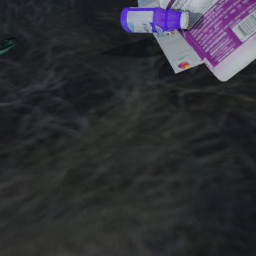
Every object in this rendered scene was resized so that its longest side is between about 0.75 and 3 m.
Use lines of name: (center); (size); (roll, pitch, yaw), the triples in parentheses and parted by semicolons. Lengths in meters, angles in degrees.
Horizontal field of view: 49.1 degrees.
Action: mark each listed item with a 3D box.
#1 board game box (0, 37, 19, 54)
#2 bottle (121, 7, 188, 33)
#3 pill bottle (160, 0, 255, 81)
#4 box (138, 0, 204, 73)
board game box: (-3.556, -1.841, 7.057); (1.146, 0.238, 1.694); (-27, 21, 12)
bottle: (0.394, -1.597, 4.156); (0.969, 0.405, 0.316); (9, 87, 20)
pill bottle: (1.344, -2.015, 4.620); (1.287, 1.287, 2.292); (-36, 85, -29)
box: (1.463, -2.320, 6.282); (1.716, 2.202, 0.453); (-18, 54, 23)
